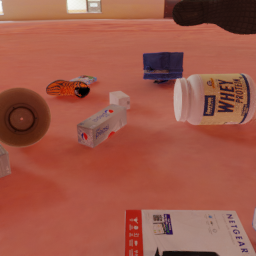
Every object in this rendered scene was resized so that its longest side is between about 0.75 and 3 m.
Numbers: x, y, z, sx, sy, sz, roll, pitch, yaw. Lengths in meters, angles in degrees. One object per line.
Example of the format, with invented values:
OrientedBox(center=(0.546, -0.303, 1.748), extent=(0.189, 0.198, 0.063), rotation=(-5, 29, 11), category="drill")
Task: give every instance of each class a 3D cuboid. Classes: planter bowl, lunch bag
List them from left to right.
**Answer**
OrientedBox(center=(-3.465, -0.305, 9.070), extent=(1.832, 1.832, 1.233), rotation=(-9, 1, -18), category="planter bowl")
OrientedBox(center=(1.820, -3.124, 14.594), extent=(1.624, 1.581, 2.390), rotation=(8, 17, 39), category="lunch bag")

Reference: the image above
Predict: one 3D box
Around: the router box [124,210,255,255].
OrientedBox(center=(1.024, 2.409, 4.591), extent=(2.202, 0.599, 2.454), rotation=(0, 26, 0), category="router box")

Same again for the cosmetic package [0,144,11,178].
OrientedBox(center=(-4.070, 1.022, 7.237), extent=(1.735, 0.783, 0.927), rotation=(-19, 35, -38), category="cosmetic package")

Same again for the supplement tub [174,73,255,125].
OrientedBox(center=(3.049, -1.033, 10.148), extent=(2.536, 1.838, 1.838), rotation=(-1, 26, -1), category="supplement tub")

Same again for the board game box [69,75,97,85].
OrientedBox(center=(-2.392, -2.529, 14.971), extent=(0.931, 0.225, 1.230), rotation=(14, 30, 25), category="board game box")

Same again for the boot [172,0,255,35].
OrientedBox(center=(2.734, -3.513, 8.015), extent=(2.728, 0.924, 1.782), rotation=(15, 43, 20), category="boot")

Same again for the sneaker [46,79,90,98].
OrientedBox(center=(-2.676, -1.778, 12.848), extent=(2.000, 0.776, 1.121), rotation=(-13, 28, -25), category="sneaker")

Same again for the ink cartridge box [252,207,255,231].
OrientedBox(center=(3.403, 1.987, 5.485), extent=(1.476, 0.563, 1.007), rotation=(-5, 27, -6), category="ink cartridge box")

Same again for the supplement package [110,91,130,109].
OrientedBox(center=(-0.354, -1.168, 11.861), extent=(0.548, 0.555, 0.915), rotation=(-13, 29, -25), category="supplement package")

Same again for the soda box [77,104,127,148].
OrientedBox(center=(-0.832, -0.126, 9.587), extent=(0.658, 0.708, 2.075), rotation=(15, 30, 27), category="soda box")
